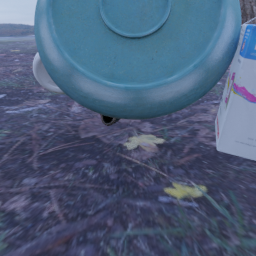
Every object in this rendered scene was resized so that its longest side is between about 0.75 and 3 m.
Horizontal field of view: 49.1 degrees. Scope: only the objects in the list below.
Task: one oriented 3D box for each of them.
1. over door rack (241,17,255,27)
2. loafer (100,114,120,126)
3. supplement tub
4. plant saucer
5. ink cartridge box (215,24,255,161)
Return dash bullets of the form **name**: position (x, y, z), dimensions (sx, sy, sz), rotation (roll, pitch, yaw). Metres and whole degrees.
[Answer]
- **over door rack**: position (2.982, -3.451, 8.324), dimensions (1.914, 2.591, 0.863), rotation (32, 38, -35)
- **loafer**: position (-0.220, -1.078, 5.142), dimensions (0.792, 2.205, 0.693), rotation (7, 26, 8)
- **supplement tub**: position (-1.540, -1.713, 6.875), dimensions (1.188, 1.188, 1.646), rotation (0, 37, 1)
- **plant saucer**: position (0.092, -1.449, 3.476), dimensions (2.686, 2.686, 0.368), rotation (1, -8, 4)
- **ink cartridge box**: position (1.644, -0.500, 3.657), dimensions (0.656, 1.550, 1.120), rotation (12, 22, 12)
